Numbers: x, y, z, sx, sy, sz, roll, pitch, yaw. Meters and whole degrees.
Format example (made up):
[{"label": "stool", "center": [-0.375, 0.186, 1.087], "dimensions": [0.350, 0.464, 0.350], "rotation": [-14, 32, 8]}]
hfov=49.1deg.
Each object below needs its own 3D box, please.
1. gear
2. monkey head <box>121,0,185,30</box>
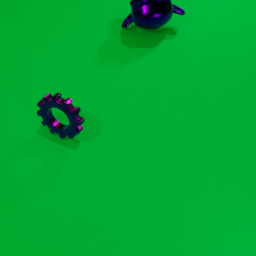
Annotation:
[{"label": "gear", "center": [-1.629, -0.273, 6.738], "dimensions": [1.195, 1.195, 0.221], "rotation": [23, 42, 10]}, {"label": "monkey head", "center": [0.660, -3.618, 8.213], "dimensions": [1.946, 1.173, 1.400], "rotation": [-11, 58, 5]}]
